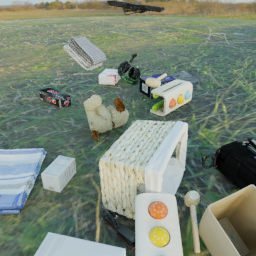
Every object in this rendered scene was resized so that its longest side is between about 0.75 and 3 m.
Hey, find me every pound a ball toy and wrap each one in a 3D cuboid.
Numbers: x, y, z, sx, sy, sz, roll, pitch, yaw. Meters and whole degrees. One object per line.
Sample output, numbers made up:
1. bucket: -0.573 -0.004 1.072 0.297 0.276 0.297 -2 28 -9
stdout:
1. pound a ball toy: 2.039 -1.695 13.173 1.157 1.776 2.724 22 34 35
2. pound a ball toy: 0.925 2.287 5.959 1.554 1.012 2.383 1 45 1

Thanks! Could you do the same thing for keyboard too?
1. keyboard: 0.258 -5.006 11.821 2.409 0.477 1.254 14 27 15

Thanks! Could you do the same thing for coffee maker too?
1. coffee maker: 3.499 1.357 8.300 1.798 1.261 1.872 -26 32 -9

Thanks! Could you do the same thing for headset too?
1. headset: 0.173 -3.627 17.016 1.444 1.099 2.338 29 37 -18

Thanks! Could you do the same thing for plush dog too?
1. plush dog: -0.764 -0.400 11.239 1.652 1.923 1.543 -15 64 -8

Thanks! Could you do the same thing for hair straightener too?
1. hair straightener: -0.250 2.325 6.942 0.304 0.571 1.485 -19 33 -31

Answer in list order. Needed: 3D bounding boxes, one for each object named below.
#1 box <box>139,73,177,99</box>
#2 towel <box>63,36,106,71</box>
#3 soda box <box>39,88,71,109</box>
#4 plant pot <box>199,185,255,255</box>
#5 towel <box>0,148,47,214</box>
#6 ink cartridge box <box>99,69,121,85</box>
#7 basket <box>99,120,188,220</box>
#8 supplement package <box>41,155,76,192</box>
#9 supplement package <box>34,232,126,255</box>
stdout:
1. box: 1.641 -2.320 15.288 1.675 0.874 1.239 -15 31 -24
2. towel: -1.016 -1.848 6.799 0.883 0.378 0.731 45 33 -2
3. soda box: -3.681 -1.528 14.137 1.771 0.561 0.627 22 34 34
4. plant pot: 2.346 2.293 6.032 1.394 1.234 1.392 -15 58 -26
5. towel: -3.917 1.519 8.689 2.180 0.353 2.968 -2 28 -2
6. ink cartridge box: -1.090 -3.124 17.088 1.008 0.587 1.393 7 29 13
7. basket: 0.529 1.066 7.936 1.712 1.881 2.775 9 29 21
8. supplement package: -2.109 1.395 8.670 0.594 0.572 1.045 9 30 17
9. supplement package: -0.956 2.889 5.421 1.673 1.014 1.002 6 29 12
